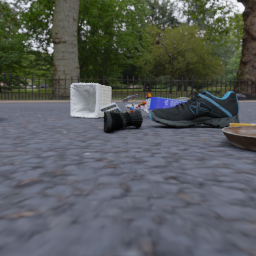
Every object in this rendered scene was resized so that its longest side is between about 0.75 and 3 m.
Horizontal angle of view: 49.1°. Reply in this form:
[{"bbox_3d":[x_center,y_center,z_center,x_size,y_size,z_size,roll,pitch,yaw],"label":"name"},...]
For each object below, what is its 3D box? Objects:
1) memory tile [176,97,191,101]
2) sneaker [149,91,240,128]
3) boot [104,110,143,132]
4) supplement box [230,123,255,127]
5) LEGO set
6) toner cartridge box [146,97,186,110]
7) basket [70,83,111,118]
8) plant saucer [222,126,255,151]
[{"bbox_3d":[3.191,-1.235,13.145,1.781,0.149,1.365,6,2,-3],"label":"memory tile"},{"bbox_3d":[2.015,-0.581,8.598,2.722,1.115,0.997,-1,7,-1],"label":"sneaker"},{"bbox_3d":[-0.118,-0.214,7.818,1.119,0.563,1.497,0,7,-5],"label":"boot"},{"bbox_3d":[3.028,0.018,7.201,0.791,0.263,0.272,2,7,15],"label":"supplement box"},{"bbox_3d":[0.025,-0.774,10.941,1.993,0.489,1.488,-19,-14,4],"label":"LEGO set"},{"bbox_3d":[2.225,-0.927,12.324,2.678,0.578,1.272,5,6,-19],"label":"toner cartridge box"},{"bbox_3d":[-1.594,-1.187,12.179,1.453,1.467,1.179,4,6,29],"label":"basket"},{"bbox_3d":[2.869,0.209,5.422,2.007,0.322,2.007,0,8,0],"label":"plant saucer"}]
